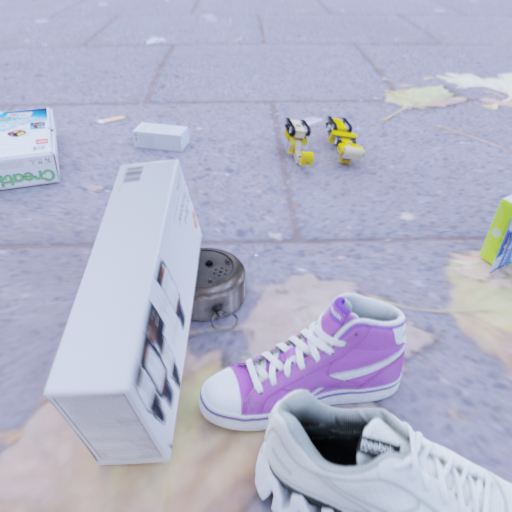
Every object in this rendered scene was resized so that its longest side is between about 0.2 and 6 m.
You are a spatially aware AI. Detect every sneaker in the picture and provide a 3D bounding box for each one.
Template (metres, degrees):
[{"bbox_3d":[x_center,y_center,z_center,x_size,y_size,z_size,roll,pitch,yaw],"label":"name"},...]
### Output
[{"bbox_3d":[0.528,1.077,6.387,2.487,1.418,0.901,-11,38,-14],"label":"sneaker"},{"bbox_3d":[1.429,2.119,5.040,3.057,1.239,1.149,14,35,17],"label":"sneaker"}]

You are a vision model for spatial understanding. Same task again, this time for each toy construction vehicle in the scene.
[{"bbox_3d":[1.463,-2.469,12.364,1.655,0.670,1.901,2,36,-17],"label":"toy construction vehicle"}]

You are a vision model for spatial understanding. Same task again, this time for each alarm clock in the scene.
[{"bbox_3d":[-0.693,0.465,8.040,1.231,0.607,1.824,-13,40,-19],"label":"alarm clock"}]

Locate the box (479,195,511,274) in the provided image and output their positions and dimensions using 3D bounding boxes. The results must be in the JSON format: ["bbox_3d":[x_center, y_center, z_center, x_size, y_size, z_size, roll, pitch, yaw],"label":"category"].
[{"bbox_3d":[4.357,-0.534,8.939,1.895,1.156,0.452,-20,44,-27],"label":"box"}]

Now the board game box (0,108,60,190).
[{"bbox_3d":[-6.338,-2.106,11.602,4.234,0.733,2.673,-10,36,-14],"label":"board game box"}]

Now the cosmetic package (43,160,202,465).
[{"bbox_3d":[-1.326,0.471,6.635,0.888,1.447,3.506,-4,45,6],"label":"cosmetic package"}]

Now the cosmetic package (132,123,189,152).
[{"bbox_3d":[-2.166,-2.712,12.785,1.148,0.409,0.582,8,35,11],"label":"cosmetic package"}]
